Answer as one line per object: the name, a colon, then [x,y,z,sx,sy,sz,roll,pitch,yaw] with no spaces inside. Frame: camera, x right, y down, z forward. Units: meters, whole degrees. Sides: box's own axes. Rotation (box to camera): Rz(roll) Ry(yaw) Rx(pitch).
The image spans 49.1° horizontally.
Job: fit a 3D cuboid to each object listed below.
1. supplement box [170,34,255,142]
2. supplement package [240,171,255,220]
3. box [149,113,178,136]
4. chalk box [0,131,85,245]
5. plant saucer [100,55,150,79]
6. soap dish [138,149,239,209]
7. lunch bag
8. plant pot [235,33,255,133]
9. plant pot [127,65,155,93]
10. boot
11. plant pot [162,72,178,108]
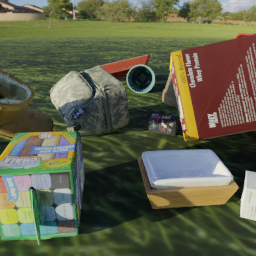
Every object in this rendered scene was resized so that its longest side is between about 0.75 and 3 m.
supplement box: [2.365,-0.908,7.098,2.221,2.191,1.475,-11,-4,7]
supplement package: [2.484,1.241,4.949,0.838,0.631,0.636,9,24,20]
box: [1.071,-0.114,8.439,0.812,0.496,0.431,8,27,18]
chalk box: [-1.450,1.002,4.704,1.258,1.264,2.032,-2,21,-4]
plant saucer: [-0.117,-2.962,14.174,2.454,0.450,2.449,-12,1,1]
soap dish: [1.083,0.979,5.538,1.666,0.677,1.311,-3,22,-5]
lunch bag: [-1.233,-0.771,8.563,1.898,1.577,2.263,-22,39,-18]
plant pot: [4.773,-1.195,8.644,2.412,2.737,2.734,4,17,-30]
plant pot: [0.644,-2.338,13.113,1.272,1.272,1.246,3,15,6]
boot: [-2.611,-0.362,6.435,2.480,0.936,2.832,4,-14,-30]
plant pot: [2.508,-1.951,11.143,2.189,1.900,2.189,1,23,0]
